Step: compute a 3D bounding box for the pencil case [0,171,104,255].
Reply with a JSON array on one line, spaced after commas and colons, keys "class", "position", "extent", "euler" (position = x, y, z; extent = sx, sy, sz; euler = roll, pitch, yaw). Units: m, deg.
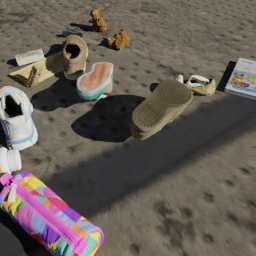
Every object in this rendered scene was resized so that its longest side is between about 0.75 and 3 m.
[{"class": "pencil case", "position": [-1.711, 1.886, 5.900], "extent": [2.500, 1.105, 1.105], "euler": [27, 49, 26]}]

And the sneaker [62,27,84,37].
[{"class": "sneaker", "position": [-2.703, -4.708, 13.767], "extent": [1.008, 0.385, 0.577], "euler": [-3, 40, -8]}]

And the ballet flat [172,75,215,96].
[{"class": "ballet flat", "position": [2.071, -1.563, 10.012], "extent": [2.088, 0.738, 0.738], "euler": [3, 42, 3]}]

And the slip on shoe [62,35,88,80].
[{"class": "slip on shoe", "position": [-2.225, -3.152, 11.436], "extent": [1.099, 0.876, 2.891], "euler": [-2, 47, -3]}]

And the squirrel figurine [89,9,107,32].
[{"class": "squirrel figurine", "position": [-1.492, -5.384, 14.038], "extent": [1.073, 1.002, 0.760], "euler": [33, 51, 31]}]

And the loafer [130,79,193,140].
[{"class": "loafer", "position": [0.904, -0.569, 8.188], "extent": [1.048, 0.930, 2.757], "euler": [48, 50, 10]}]

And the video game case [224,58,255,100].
[{"class": "video game case", "position": [4.875, -1.852, 10.679], "extent": [1.814, 0.228, 2.533], "euler": [19, 45, 20]}]

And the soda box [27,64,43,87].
[{"class": "soda box", "position": [-3.376, -1.903, 10.159], "extent": [0.286, 0.845, 0.270], "euler": [47, 40, 11]}]

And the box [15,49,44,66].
[{"class": "box", "position": [-4.074, -2.942, 11.651], "extent": [1.091, 0.373, 0.448], "euler": [-20, 32, -12]}]

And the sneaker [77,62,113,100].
[{"class": "sneaker", "position": [-0.957, -1.314, 9.148], "extent": [0.954, 1.068, 2.672], "euler": [4, 28, 8]}]

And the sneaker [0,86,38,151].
[{"class": "sneaker", "position": [-3.522, -0.704, 8.628], "extent": [1.111, 1.285, 2.965], "euler": [-20, 45, -20]}]

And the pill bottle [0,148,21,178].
[{"class": "pill bottle", "position": [-3.517, 0.940, 7.154], "extent": [1.399, 0.764, 0.764], "euler": [-10, 43, -12]}]

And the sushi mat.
[{"class": "sushi mat", "position": [-3.312, -2.436, 11.376], "extent": [1.254, 0.159, 2.621], "euler": [31, 50, 29]}]

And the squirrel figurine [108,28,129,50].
[{"class": "squirrel figurine", "position": [-0.455, -3.972, 12.752], "extent": [0.901, 0.683, 0.965], "euler": [-21, 43, -12]}]
